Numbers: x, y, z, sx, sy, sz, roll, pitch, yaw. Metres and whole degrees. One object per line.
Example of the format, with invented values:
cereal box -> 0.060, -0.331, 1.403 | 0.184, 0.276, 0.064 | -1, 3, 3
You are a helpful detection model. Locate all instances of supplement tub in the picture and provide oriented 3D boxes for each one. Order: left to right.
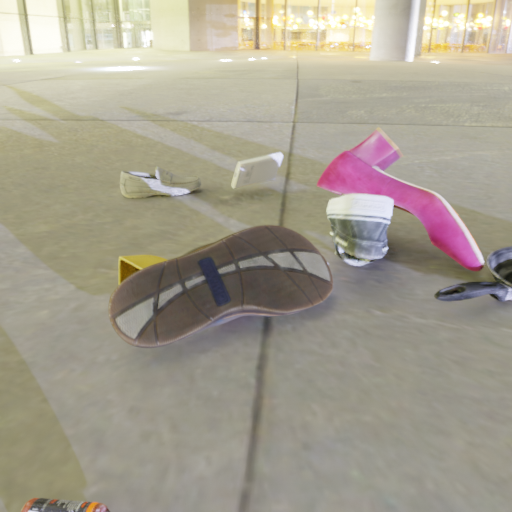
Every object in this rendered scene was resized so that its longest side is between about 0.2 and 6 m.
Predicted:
supplement tub -> -1.415, 2.113, 4.327 | 0.776, 0.415, 0.415 | 2, 24, 5

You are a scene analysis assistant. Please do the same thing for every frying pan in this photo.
frying pan -> 3.934, 0.490, 7.925 | 1.728, 0.465, 2.856 | 22, 35, 38

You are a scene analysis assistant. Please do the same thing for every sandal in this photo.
sandal -> -0.424, 0.460, 7.469 | 3.170, 1.295, 0.865 | -19, -8, -27

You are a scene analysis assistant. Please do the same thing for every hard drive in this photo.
hard drive -> 0.021, -1.928, 12.662 | 1.140, 0.752, 0.150 | -18, 59, -30

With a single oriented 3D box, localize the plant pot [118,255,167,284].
plant pot -> -1.418, 0.378, 7.895 | 0.756, 0.739, 0.735 | -15, 27, -42

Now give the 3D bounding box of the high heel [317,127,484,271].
high heel -> 2.315, -0.670, 9.273 | 3.066, 1.471, 1.033 | 55, 16, 21

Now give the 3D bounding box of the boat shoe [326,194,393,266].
boat shoe -> 1.586, -0.367, 9.057 | 1.063, 1.045, 2.948 | 10, 2, 10

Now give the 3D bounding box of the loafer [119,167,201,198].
loafer -> -2.144, -1.693, 12.617 | 1.810, 0.632, 0.633 | -7, 25, -16
